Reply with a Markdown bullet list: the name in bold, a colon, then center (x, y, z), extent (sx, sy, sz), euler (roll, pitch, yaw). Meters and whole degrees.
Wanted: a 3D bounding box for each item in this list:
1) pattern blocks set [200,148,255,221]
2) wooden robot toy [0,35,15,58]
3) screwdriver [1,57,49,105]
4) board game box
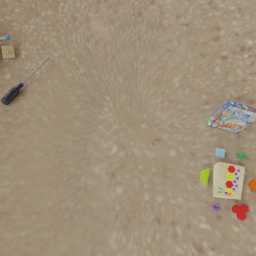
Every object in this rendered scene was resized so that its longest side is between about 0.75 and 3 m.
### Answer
- **pattern blocks set**: center (2.441, 1.308, 6.823), extent (1.359, 0.125, 1.546), euler (19, 79, 8)
- **wooden robot toy**: center (-4.362, -2.474, 8.090), extent (2.031, 0.922, 0.895), euler (18, 84, -36)
- **screwdriver**: center (-2.891, -1.363, 7.954), extent (0.256, 0.267, 1.835), euler (45, 74, -21)
- **board game box**: center (2.568, -0.248, 6.774), extent (1.152, 0.780, 0.199), euler (9, 50, -31)
